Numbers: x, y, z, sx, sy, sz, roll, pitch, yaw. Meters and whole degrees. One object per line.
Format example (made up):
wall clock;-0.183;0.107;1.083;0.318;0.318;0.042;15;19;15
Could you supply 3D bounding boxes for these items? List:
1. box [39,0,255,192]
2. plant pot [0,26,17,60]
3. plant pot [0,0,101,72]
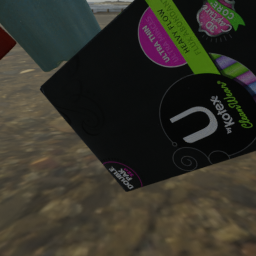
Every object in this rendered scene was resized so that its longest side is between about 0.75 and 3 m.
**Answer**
box;0.485;-0.520;2.821;2.077;1.543;1.291;-27;16;38
plant pot;-4.004;-1.978;6.482;1.664;1.665;1.467;11;67;34
plant pot;-1.917;-2.710;6.412;2.360;2.312;2.360;-28;24;14
